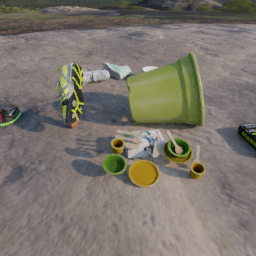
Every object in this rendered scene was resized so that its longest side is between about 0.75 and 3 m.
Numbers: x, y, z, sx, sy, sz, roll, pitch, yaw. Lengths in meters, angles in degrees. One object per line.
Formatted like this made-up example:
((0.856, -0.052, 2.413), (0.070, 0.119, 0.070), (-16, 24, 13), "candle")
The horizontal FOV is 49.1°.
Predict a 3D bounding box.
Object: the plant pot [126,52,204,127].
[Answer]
((1.383, -1.271, 11.016), (2.648, 2.881, 2.881), (-9, 28, 8), "plant pot")

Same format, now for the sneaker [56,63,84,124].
((-2.117, -1.212, 10.074), (0.833, 2.181, 0.822), (2, -4, 25), "sneaker")

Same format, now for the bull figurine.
((-2.312, -0.786, 10.968), (0.513, 1.574, 0.956), (-8, 22, 7), "bull figurine")

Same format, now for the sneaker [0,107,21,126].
((-5.190, -0.500, 11.200), (1.849, 0.774, 0.709), (-23, 36, -35), "sneaker")

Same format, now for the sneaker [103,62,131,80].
((-0.621, -3.475, 16.640), (1.081, 0.674, 1.832), (-28, 49, -32), "sneaker")

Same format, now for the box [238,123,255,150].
((5.267, 0.381, 9.974), (1.932, 0.459, 1.866), (-5, 31, -11), "box")

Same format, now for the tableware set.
((0.818, 0.891, 8.487), (2.987, 0.458, 2.012), (12, 50, 4), "tableware set")

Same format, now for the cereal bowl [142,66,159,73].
((1.500, -2.935, 15.673), (1.486, 0.619, 1.486), (6, 30, -4), "cereal bowl")

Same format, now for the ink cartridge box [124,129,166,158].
((0.556, 0.523, 9.601), (1.290, 0.544, 0.943), (-5, 29, -9), "ink cartridge box")

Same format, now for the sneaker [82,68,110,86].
((-2.077, -2.741, 15.307), (2.015, 0.757, 1.158), (4, 29, 18), "sneaker")
